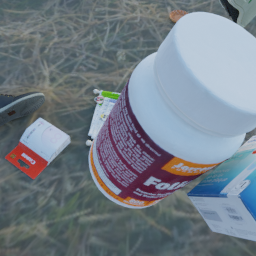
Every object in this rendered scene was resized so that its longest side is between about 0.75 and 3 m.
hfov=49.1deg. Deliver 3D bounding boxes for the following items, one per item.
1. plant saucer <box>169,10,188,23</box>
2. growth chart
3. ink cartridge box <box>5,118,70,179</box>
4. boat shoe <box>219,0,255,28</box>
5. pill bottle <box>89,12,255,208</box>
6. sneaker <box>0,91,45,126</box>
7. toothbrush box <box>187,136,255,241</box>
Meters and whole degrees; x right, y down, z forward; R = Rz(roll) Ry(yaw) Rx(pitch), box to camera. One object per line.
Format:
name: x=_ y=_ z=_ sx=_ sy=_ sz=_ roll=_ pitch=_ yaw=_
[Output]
plant saucer: x=1.968 y=-4.253 z=10.736 sx=0.773 sy=0.145 sz=0.773 roll=1 pitch=54 yaw=-1
growth chart: x=-0.342 y=-0.214 z=7.832 sx=1.543 sy=0.189 sz=2.132 roll=4 pitch=55 yaw=2
ink cartridge box: x=-2.343 y=0.479 z=7.249 sx=1.106 sy=0.388 sz=1.361 roll=30 pitch=56 yaw=19
boat shoe: x=2.659 y=-3.132 z=6.665 sx=0.839 sy=0.891 sz=2.481 roll=50 pitch=23 yaw=21
pill bottle: x=0.556 y=-0.013 z=3.946 sx=1.622 sy=2.841 sz=1.622 roll=11 pitch=57 yaw=-18
sneaker: x=-3.341 y=-0.771 z=7.896 sx=1.833 sy=0.686 sz=0.974 roll=-27 pitch=61 yaw=-16
toothbrush box: x=1.660 y=0.633 z=3.481 sx=1.488 sy=1.090 sz=0.635 roll=-33 pitch=89 yaw=-20
